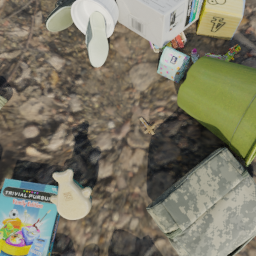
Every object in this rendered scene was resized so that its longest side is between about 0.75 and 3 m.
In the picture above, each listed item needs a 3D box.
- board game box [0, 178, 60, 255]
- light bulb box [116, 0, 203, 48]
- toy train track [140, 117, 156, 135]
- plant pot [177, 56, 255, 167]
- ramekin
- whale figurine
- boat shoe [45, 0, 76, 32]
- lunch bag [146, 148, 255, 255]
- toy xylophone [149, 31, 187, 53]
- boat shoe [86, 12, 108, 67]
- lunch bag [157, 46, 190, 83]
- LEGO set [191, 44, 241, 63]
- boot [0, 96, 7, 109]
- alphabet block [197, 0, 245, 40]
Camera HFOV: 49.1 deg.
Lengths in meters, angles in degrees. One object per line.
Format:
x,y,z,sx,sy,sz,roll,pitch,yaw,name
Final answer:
-2.967,2.782,8.087,1.780,0.553,2.358,8,68,3,board game box
1.182,-4.611,10.362,2.328,1.466,2.349,40,68,22,light bulb box
0.644,-0.054,9.482,0.430,0.122,0.750,-35,66,-6,toy train track
3.135,-0.824,8.566,2.826,2.975,2.975,33,71,25,plant pot
-1.161,-4.219,10.348,1.698,1.698,0.828,19,62,8,ramekin
-1.582,1.799,7.882,1.202,0.784,1.510,-16,105,6,whale figurine
-2.405,-4.695,10.926,0.814,0.917,2.455,38,73,17,boat shoe
2.174,2.309,7.499,2.835,1.975,2.378,-36,75,-12,lunch bag
1.544,-3.153,10.593,1.410,0.354,1.032,-21,69,-8,toy xylophone
-1.225,-3.243,10.537,0.771,0.654,2.117,2,81,-30,boat shoe
1.598,-2.253,9.789,0.941,1.104,0.673,30,61,11,lunch bag
3.338,-2.665,10.192,1.966,0.732,0.904,-10,68,-4,LEGO set
-5.271,-0.783,9.452,1.955,0.705,1.512,25,71,4,boot
3.472,-4.318,10.534,1.368,1.343,1.336,14,67,6,alphabet block
